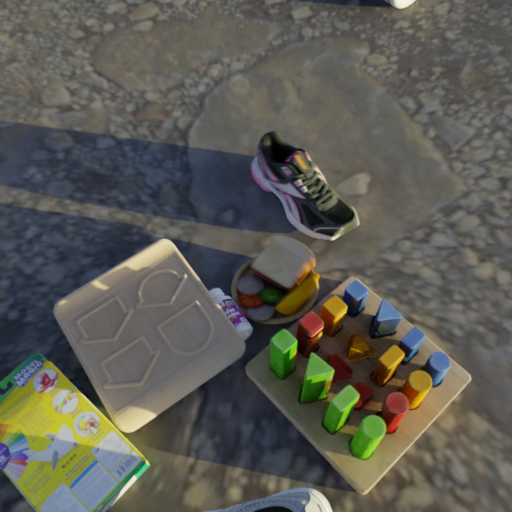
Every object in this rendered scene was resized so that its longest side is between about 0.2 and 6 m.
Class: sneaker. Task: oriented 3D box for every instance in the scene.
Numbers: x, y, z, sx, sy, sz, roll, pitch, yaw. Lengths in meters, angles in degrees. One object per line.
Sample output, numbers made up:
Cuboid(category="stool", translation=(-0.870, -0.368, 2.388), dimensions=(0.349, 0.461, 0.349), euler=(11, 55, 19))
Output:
Cuboid(category="sneaker", translation=(0.651, -1.075, 8.305), dimensions=(0.824, 0.885, 2.051), euler=(-40, 65, -22))
Cuboid(category="sneaker", translation=(-0.392, 2.874, 5.521), dimensions=(2.330, 0.955, 0.871), euler=(-26, 63, -1))

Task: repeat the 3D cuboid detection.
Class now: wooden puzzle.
Cuboid(category="wooden puzzle", translation=(-1.367, 0.971, 7.177), dimensions=(1.804, 0.451, 1.948), euler=(-33, 67, -13))

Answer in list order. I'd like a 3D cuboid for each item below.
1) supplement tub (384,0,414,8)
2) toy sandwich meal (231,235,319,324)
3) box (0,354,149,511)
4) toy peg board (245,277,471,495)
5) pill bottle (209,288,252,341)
Cuboid(category="supplement tub", translation=(2.691, -5.744, 11.358), dimensions=(0.938, 0.938, 1.299), euler=(-31, 61, -19))
Cuboid(category="toy sandwich meal", translation=(0.273, 0.321, 7.575), dimensions=(1.314, 0.450, 1.314), euler=(-3, 51, 4))
Cuboid(category="box", translation=(-2.337, 2.128, 6.447), dimensions=(1.981, 0.479, 1.162), euler=(38, 65, 19))
Cuboid(category="toy peg board", translation=(1.261, 1.275, 6.691), dimensions=(2.020, 0.992, 2.028), euler=(-37, 64, -21))
Cuboid(category="pill bottle", translation=(-0.407, 0.793, 7.354), dimensions=(0.417, 0.417, 0.742), euler=(-29, 61, -18))
